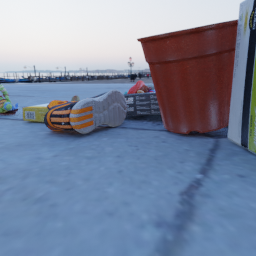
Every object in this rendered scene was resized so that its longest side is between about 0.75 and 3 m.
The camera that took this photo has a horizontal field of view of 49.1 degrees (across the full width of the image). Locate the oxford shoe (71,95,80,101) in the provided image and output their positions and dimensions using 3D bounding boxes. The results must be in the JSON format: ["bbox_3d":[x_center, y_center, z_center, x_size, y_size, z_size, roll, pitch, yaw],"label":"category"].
[{"bbox_3d":[-2.317,-1.139,12.096,0.503,0.534,1.427,-2,11,-10],"label":"oxford shoe"}]

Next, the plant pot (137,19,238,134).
[{"bbox_3d":[1.542,-1.186,6.650,2.327,2.263,2.327,-10,16,3],"label":"plant pot"}]

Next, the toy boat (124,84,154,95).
[{"bbox_3d":[0.709,-1.698,13.935,1.728,0.956,2.056,6,13,33],"label":"toy boat"}]

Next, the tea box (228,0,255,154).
[{"bbox_3d":[3.079,-0.850,4.438,1.853,2.774,2.729,0,12,-3],"label":"tea box"}]

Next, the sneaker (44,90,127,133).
[{"bbox_3d":[-1.135,-0.495,7.393,1.473,1.020,2.629,3,8,28],"label":"sneaker"}]

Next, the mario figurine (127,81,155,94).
[{"bbox_3d":[1.088,-1.128,11.890,2.407,1.276,1.486,15,-21,18],"label":"mario figurine"}]

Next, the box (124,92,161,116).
[{"bbox_3d":[0.817,-0.857,9.400,2.799,0.697,2.208,-1,8,26],"label":"box"}]

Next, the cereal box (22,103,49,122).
[{"bbox_3d":[-2.020,-0.564,9.176,1.710,0.470,2.377,2,11,13],"label":"cereal box"}]

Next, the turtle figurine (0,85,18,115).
[{"bbox_3d":[-4.691,-0.960,9.680,1.541,1.109,1.494,-4,7,-36],"label":"turtle figurine"}]
